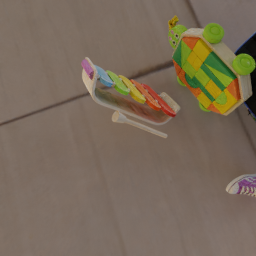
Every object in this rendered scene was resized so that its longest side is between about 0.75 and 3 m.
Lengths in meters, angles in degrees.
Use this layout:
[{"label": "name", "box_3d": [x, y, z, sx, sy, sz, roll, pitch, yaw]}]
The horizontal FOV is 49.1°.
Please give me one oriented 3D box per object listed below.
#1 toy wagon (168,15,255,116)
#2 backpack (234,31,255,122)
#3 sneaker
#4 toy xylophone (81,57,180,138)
[{"label": "toy wagon", "box_3d": [1.844, -1.630, 7.142, 0.563, 2.209, 2.847, -35, 78, -18]}, {"label": "backpack", "box_3d": [4.127, -1.201, 6.858, 2.661, 2.137, 2.907, -41, 78, 38]}, {"label": "sneaker", "box_3d": [3.232, 1.582, 7.156, 1.337, 0.485, 0.762, -9, 40, -18]}, {"label": "toy xylophone", "box_3d": [0.135, -0.698, 6.875, 0.695, 2.765, 2.024, -59, 43, 19]}]
